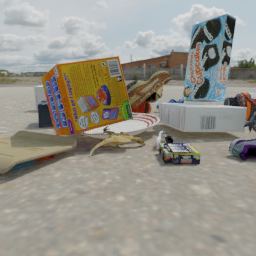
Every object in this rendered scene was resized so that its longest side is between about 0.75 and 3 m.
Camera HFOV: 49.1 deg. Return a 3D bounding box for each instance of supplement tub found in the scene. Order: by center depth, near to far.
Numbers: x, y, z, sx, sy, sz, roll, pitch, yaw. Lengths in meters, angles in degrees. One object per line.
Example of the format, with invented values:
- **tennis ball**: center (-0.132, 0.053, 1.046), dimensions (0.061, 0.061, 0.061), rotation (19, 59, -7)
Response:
- **supplement tub**: center (5.179, -0.844, 11.501), dimensions (2.297, 1.229, 1.229), rotation (0, 11, 3)

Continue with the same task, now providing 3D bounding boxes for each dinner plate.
- **dinner plate**: center (-0.406, -0.067, 9.279), dimensions (2.918, 0.354, 2.918), rotation (-3, 13, 1)

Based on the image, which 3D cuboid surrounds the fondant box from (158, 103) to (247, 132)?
- **fondant box**: center (2.399, -0.423, 9.723), dimensions (2.035, 0.822, 2.821), rotation (1, 8, -9)

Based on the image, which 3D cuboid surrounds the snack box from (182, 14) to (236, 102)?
- **snack box**: center (2.816, -2.360, 9.921), dimensions (0.528, 2.845, 1.653), rotation (7, 1, -29)

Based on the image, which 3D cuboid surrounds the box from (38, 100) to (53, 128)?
- **box**: center (-2.685, -0.596, 11.038), dimensions (1.505, 0.899, 1.531), rotation (-2, 12, -11)

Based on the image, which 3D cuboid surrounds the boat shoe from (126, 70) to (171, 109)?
- **boat shoe**: center (0.916, -1.584, 12.110), dimensions (2.996, 1.106, 1.133), rotation (-30, -8, -39)

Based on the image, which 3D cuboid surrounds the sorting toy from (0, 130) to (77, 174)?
- **sorting toy**: center (-3.017, 0.470, 6.562), dimensions (2.983, 0.399, 2.222), rotation (6, 12, 24)

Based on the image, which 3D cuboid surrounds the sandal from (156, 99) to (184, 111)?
- **sandal**: center (2.267, -1.147, 14.370), dimensions (1.745, 0.760, 0.694), rotation (4, 13, 31)

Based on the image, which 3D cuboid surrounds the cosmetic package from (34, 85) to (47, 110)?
- **cosmetic package**: center (-3.665, -1.626, 15.209), dimensions (2.551, 1.373, 1.082), rotation (1, 12, 13)

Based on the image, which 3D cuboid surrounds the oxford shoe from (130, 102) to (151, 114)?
- **oxford shoe**: center (0.108, -1.119, 13.530), dimensions (2.989, 1.064, 1.084), rotation (17, 6, 43)

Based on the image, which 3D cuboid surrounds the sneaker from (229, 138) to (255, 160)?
- **sneaker**: center (3.161, 0.498, 6.565), dimensions (1.449, 0.539, 0.634), rotation (-12, 23, -6)

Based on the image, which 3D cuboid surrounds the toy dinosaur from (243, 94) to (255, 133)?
- **toy dinosaur**: center (4.580, -0.422, 8.181), dimensions (2.147, 2.366, 1.243), rotation (-37, 41, -17)

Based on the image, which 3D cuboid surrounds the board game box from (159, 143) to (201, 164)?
- **board game box**: center (1.168, 0.579, 6.498), dimensions (0.782, 0.268, 0.946), rotation (2, 11, -2)

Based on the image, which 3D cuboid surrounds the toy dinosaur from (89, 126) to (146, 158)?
- **toy dinosaur**: center (-0.385, 0.297, 7.321), dimensions (1.817, 0.529, 0.919), rotation (-8, 14, -35)

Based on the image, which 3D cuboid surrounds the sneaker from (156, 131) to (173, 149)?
- **sneaker**: center (1.022, 0.337, 7.580), dimensions (0.427, 0.360, 0.976), rotation (4, 15, 15)

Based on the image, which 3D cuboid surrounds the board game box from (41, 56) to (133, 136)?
- **board game box**: center (-1.174, -0.833, 7.769), dimensions (1.734, 1.735, 1.734), rotation (-15, 5, -29)
